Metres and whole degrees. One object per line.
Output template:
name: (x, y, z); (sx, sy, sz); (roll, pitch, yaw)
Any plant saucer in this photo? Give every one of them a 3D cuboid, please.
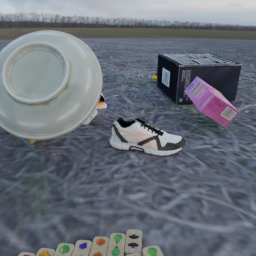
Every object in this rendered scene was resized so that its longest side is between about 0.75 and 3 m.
plant saucer: (-1.808, -1.028, 5.751); (2.527, 2.527, 0.634); (1, -16, 2)

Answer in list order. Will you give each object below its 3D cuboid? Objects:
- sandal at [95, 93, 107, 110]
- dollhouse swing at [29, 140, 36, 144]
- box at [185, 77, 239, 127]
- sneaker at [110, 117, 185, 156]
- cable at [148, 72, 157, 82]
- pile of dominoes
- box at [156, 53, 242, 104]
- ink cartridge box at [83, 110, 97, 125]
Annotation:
sandal: (-1.487, -1.203, 9.374); (1.011, 0.756, 2.639); (-8, 23, -20)
dollhouse swing: (-2.409, -0.155, 7.414); (0.746, 0.771, 0.848); (-30, 11, 19)
box: (2.572, -0.825, 8.688); (1.156, 0.635, 1.314); (27, 24, -27)
sneaker: (0.473, 0.191, 7.121); (1.960, 0.784, 0.722); (6, 21, 11)
cable: (2.139, -2.445, 14.509); (2.113, 0.532, 1.026); (21, 15, 17)
pile of dominoes: (-0.557, 1.879, 3.449); (2.094, 0.333, 1.632); (-5, 22, -15)
box: (2.832, -2.156, 11.808); (2.589, 1.609, 2.610); (-5, 25, -11)
ink cartridge box: (-1.561, -0.513, 9.297); (0.801, 0.452, 1.093); (4, 22, 11)
